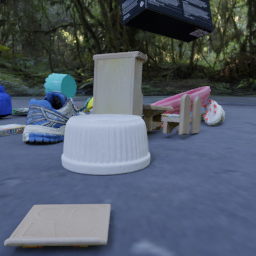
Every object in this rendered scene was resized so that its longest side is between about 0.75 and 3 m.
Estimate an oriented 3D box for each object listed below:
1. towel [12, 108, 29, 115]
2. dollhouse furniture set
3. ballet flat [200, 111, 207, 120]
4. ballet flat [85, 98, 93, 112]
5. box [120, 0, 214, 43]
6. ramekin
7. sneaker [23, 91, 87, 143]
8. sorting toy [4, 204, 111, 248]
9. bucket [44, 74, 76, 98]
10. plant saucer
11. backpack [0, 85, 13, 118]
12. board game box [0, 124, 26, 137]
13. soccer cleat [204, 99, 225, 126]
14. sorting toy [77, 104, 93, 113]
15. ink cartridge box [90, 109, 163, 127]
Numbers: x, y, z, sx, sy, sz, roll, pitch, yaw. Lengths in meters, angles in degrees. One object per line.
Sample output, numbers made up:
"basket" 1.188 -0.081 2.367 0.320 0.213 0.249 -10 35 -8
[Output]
"towel" -4.066 -0.861 12.530 2.205 0.258 1.682 -5 4 41
"dollhouse furniture set" 0.314 -0.753 6.960 2.378 1.684 2.588 5 4 30
"ballet flat" 2.992 -0.507 10.778 0.376 0.407 1.206 -7 3 29
"ballet flat" -1.465 -1.131 14.096 0.945 0.942 2.818 22 11 -1
"box" 1.114 -3.738 7.986 2.738 1.933 1.080 0 -6 -38
"ramekin" -0.341 0.186 4.430 1.401 0.736 1.401 0 8 0
"sneaker" -1.580 -0.345 6.910 1.005 1.111 2.608 2 7 12
"sorting toy" -0.512 0.796 2.292 0.714 0.141 0.771 0 3 -1
"bucket" -6.578 -3.993 27.642 1.881 2.891 2.891 6 10 26
"plant saucer" 1.880 -0.870 10.306 2.415 0.612 2.415 -20 7 3
"backpack" -5.519 -0.982 10.643 1.359 1.404 1.673 -5 9 17
"board game box" -3.209 0.054 7.420 0.678 0.173 1.009 4 9 28
"soccer cleat" 3.000 -0.448 9.496 0.750 0.670 1.933 44 22 -5
"sorting toy" -1.689 -0.484 9.059 1.618 0.274 0.780 -26 7 40
"ink cartridge box" 0.208 -0.414 9.508 2.389 0.598 1.922 2 8 24
